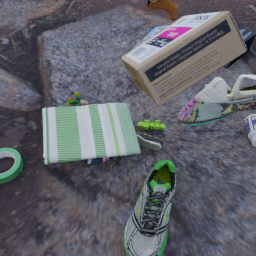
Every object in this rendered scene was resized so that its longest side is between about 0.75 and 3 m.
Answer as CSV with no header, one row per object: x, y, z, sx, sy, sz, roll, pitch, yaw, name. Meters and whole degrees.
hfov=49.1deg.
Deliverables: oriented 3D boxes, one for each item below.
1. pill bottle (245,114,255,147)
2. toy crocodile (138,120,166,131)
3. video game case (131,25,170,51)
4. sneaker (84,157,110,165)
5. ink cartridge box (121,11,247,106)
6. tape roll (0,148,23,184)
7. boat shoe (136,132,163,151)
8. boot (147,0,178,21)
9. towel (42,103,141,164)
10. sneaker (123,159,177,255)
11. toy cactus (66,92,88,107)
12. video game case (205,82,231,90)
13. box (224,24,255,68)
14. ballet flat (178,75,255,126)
3.926,0.089,8.550,0.537,0.537,0.967,5,50,4,pill bottle
0.752,-0.065,8.895,0.889,0.275,0.300,2,50,8,toy crocodile
1.627,-3.650,11.345,2.372,0.262,2.159,8,45,38,video game case
-1.005,0.295,8.406,0.750,0.641,1.827,-1,53,-15,sneaker
0.881,-1.417,5.433,1.744,0.795,2.117,-34,21,2,ink cartridge box
-3.538,1.052,7.925,1.051,0.253,1.051,0,49,0,tape roll
0.516,0.342,8.460,1.104,0.394,0.332,22,50,9,boat shoe
1.135,-4.118,9.431,0.977,1.263,0.465,-22,37,-7,boot
-1.117,0.082,8.110,2.602,0.304,1.985,-5,52,-12,towel
0.550,1.869,6.664,1.020,1.114,2.615,11,51,9,sneaker
-1.710,-0.924,9.561,0.706,0.437,0.855,7,41,-7,toy cactus
3.302,-1.306,10.035,0.813,0.099,0.894,-11,50,-9,video game case
3.934,-3.468,11.338,1.736,0.904,1.581,-37,60,-27,box
2.669,-0.820,7.051,2.890,1.029,0.999,-9,31,-1,ballet flat
